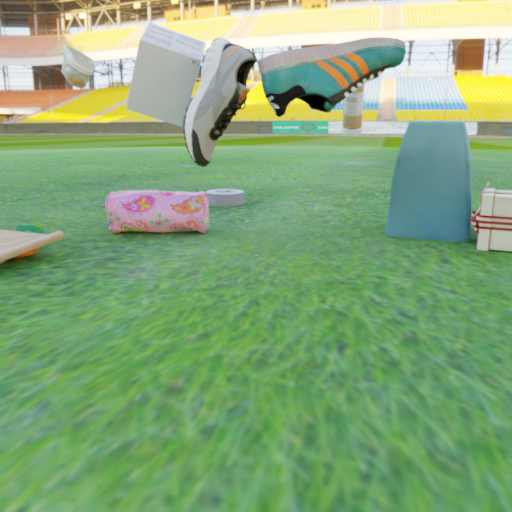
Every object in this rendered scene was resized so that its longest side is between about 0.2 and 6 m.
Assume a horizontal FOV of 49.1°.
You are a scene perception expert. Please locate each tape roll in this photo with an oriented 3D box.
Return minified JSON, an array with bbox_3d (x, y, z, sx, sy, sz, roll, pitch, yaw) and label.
[{"bbox_3d":[-1.001,-1.884,18.096,1.229,0.406,1.229,-1,14,0],"label":"tape roll"}]

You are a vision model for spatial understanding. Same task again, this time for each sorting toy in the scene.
[{"bbox_3d":[-5.068,-0.219,11.511,2.138,0.426,2.892,1,17,24],"label":"sorting toy"}]

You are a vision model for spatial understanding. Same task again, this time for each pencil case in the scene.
[{"bbox_3d":[-2.403,-1.054,13.642,2.487,1.087,1.087,-1,14,-1],"label":"pencil case"}]

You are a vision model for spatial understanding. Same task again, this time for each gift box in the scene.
[{"bbox_3d":[5.414,-0.896,12.168,1.388,1.487,1.372,5,10,23],"label":"gift box"}]

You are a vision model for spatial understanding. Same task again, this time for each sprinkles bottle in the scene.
[{"bbox_3d":[2.417,-3.767,13.939,0.530,1.553,0.530,-3,40,2],"label":"sprinkles bottle"}]

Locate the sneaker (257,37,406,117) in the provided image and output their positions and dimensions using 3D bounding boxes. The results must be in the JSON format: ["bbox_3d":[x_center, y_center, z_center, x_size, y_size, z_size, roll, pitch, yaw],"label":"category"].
[{"bbox_3d":[1.527,-3.382,10.728,2.996,1.197,1.069,-14,9,-13],"label":"sneaker"}]

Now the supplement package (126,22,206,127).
[{"bbox_3d":[-1.868,-3.707,11.551,1.246,1.600,0.887,16,42,-11],"label":"supplement package"}]

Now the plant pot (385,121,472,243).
[{"bbox_3d":[4.277,-1.878,13.470,1.897,2.685,1.896,6,16,20],"label":"plant pot"}]

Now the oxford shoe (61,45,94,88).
[{"bbox_3d":[-3.684,-3.871,11.458,0.689,0.529,1.832,20,22,-29],"label":"oxford shoe"}]

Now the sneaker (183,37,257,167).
[{"bbox_3d":[-0.678,-2.803,10.449,0.942,2.377,0.879,21,11,16],"label":"sneaker"}]
